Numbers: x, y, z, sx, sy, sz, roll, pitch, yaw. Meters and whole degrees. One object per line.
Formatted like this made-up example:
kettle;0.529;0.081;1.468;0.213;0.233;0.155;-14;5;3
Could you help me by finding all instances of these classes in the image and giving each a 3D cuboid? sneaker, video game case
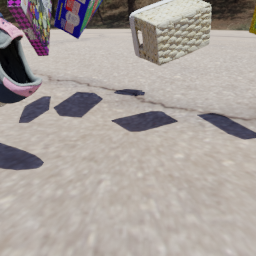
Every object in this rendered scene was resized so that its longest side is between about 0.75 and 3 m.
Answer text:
sneaker;-2.214;-1.645;4.338;1.098;2.676;0.939;-9;30;24
video game case;-2.399;-3.119;7.076;0.357;1.805;1.992;-2;-17;1

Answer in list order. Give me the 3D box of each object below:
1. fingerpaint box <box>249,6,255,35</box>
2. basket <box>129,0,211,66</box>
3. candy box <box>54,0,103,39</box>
fingerpaint box;3.427;-2.697;5.622;0.676;1.842;1.537;-8;32;-17
basket;1.002;-2.225;6.406;1.615;1.095;0.996;-26;42;-16
candy box;-0.995;-3.693;7.237;0.815;1.790;2.117;27;63;-11
